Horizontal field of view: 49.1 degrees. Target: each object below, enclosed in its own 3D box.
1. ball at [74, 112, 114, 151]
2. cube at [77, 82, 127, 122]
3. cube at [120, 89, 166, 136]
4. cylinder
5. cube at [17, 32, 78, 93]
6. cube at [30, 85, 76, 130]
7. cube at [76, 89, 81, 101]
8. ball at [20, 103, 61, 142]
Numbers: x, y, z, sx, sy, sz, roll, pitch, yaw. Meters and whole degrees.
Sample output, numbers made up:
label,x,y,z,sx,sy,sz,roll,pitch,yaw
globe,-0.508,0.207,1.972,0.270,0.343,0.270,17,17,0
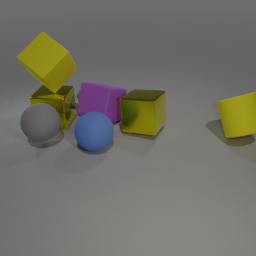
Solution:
label,x,y,z,sx,sy,sz,roll,pitch,yaw
ball,-1.193,0.121,9.964,1.400,1.400,1.400,0,30,0
cube,-1.081,-1.080,11.682,1.400,1.400,1.400,16,12,26
cube,0.629,-0.666,11.069,1.400,1.400,1.400,7,24,24
cylinder,4.165,-0.478,10.380,1.400,1.400,1.400,-14,1,0
cube,-3.047,-2.484,10.780,1.400,1.400,1.400,39,81,14
cube,-3.085,-0.899,11.760,1.400,1.400,1.400,4,30,6
cube,-1.888,-1.437,13.088,0.700,0.700,0.700,-21,77,-31
ball,-3.159,-0.201,10.153,1.400,1.400,1.400,0,30,0
